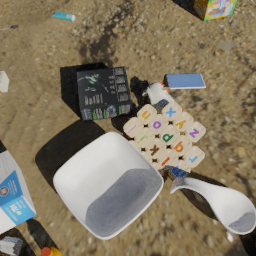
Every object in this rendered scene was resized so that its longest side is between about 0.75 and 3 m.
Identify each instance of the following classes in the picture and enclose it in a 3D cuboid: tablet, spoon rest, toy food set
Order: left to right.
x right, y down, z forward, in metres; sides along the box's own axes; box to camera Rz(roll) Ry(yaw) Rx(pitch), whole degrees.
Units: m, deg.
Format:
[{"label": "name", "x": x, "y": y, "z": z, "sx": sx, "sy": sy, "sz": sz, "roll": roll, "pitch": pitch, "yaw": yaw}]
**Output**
[{"label": "toy food set", "x": -3.146, "y": 3.549, "z": 7.522, "sx": 2.419, "sy": 1.088, "sz": 1.155, "roll": 9, "pitch": 59, "yaw": 5}, {"label": "tablet", "x": 2.317, "y": -1.878, "z": 11.271, "sx": 1.441, "sy": 0.098, "sz": 0.937, "roll": -2, "pitch": 47, "yaw": -1}, {"label": "spoon rest", "x": 2.603, "y": 2.194, "z": 8.394, "sx": 2.636, "sy": 0.799, "sz": 1.310, "roll": 24, "pitch": 55, "yaw": 8}]

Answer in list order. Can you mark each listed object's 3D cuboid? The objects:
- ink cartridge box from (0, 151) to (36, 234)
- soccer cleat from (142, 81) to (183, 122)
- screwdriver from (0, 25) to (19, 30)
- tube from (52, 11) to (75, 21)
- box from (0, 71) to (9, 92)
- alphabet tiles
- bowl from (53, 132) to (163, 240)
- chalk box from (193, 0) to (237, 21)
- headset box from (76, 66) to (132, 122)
[{"label": "ink cartridge box", "x": -4.357, "y": 2.187, "z": 8.099, "sx": 2.717, "sy": 1.167, "sz": 1.990, "roll": -26, "pitch": 48, "yaw": -16}, {"label": "soccer cleat", "x": 1.451, "y": -0.676, "z": 10.332, "sx": 0.911, "sy": 0.814, "sz": 2.348, "roll": -39, "pitch": 71, "yaw": 13}, {"label": "screwdriver", "x": -5.563, "y": -4.620, "z": 13.010, "sx": 0.954, "sy": 0.139, "sz": 0.133, "roll": -18, "pitch": 60, "yaw": -6}, {"label": "tube", "x": -3.080, "y": -5.351, "z": 13.369, "sx": 1.126, "sy": 0.284, "sz": 0.436, "roll": 19, "pitch": 53, "yaw": 17}, {"label": "box", "x": -5.337, "y": -1.794, "z": 11.030, "sx": 1.052, "sy": 0.573, "sz": 0.672, "roll": -4, "pitch": 59, "yaw": -3}, {"label": "alphabet tiles", "x": 1.177, "y": 0.465, "z": 9.523, "sx": 2.647, "sy": 0.198, "sz": 2.707, "roll": -44, "pitch": 74, "yaw": -6}, {"label": "bowl", "x": -0.587, "y": 1.778, "z": 8.619, "sx": 2.679, "sy": 1.000, "sz": 2.676, "roll": -38, "pitch": 66, "yaw": -19}, {"label": "chalk box", "x": 4.327, "y": -6.094, "z": 13.249, "sx": 1.982, "sy": 1.227, "sz": 1.233, "roll": -14, "pitch": 59, "yaw": -9}, {"label": "headset box", "x": -0.954, "y": -1.276, "z": 10.508, "sx": 2.010, "sy": 0.932, "sz": 1.750, "roll": -8, "pitch": 60, "yaw": -5}]
